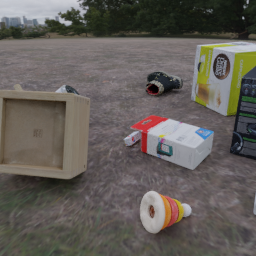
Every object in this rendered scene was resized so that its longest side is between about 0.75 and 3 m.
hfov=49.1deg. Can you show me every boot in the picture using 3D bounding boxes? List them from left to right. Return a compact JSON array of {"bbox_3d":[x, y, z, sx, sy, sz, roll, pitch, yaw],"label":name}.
[{"bbox_3d":[1.622,-2.645,16.378,1.977,0.945,2.617,-22,31,-36],"label":"boot"}]

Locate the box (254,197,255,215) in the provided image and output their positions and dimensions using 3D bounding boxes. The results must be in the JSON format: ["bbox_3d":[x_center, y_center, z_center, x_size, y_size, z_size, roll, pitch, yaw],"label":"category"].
[{"bbox_3d":[3.475,1.381,6.610,0.734,1.123,1.117,11,25,24],"label":"box"}]

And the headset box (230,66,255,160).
[{"bbox_3d":[4.523,-0.685,9.365,1.290,2.780,2.420,15,28,30],"label":"headset box"}]

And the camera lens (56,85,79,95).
[{"bbox_3d":[-2.626,-0.911,11.271,1.478,1.182,1.182,-36,20,12],"label":"camera lens"}]

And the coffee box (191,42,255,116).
[{"bbox_3d":[5.132,-2.479,13.470,2.852,2.847,2.820,-9,24,-19],"label":"coffee box"}]

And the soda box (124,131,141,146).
[{"bbox_3d":[0.168,0.376,10.015,0.248,0.265,0.779,-10,13,36],"label":"soda box"}]

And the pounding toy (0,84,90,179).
[{"bbox_3d":[-2.560,-0.078,8.085,2.764,2.545,1.965,4,1,9],"label":"pounding toy"}]

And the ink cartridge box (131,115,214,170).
[{"bbox_3d":[1.401,0.378,9.284,2.396,0.806,1.392,18,31,34],"label":"ink cartridge box"}]

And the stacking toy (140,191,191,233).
[{"bbox_3d":[0.945,1.853,6.218,1.191,0.870,0.870,8,18,-28],"label":"stacking toy"}]
